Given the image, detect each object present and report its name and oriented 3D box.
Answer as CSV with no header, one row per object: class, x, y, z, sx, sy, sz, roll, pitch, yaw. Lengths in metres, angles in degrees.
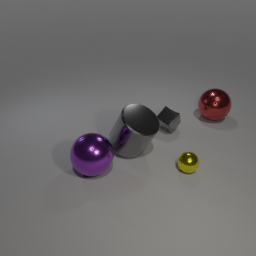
ball,1.990,1.124,9.188,0.700,0.700,0.700,0,30,0
ball,3.773,-1.020,12.213,1.400,1.400,1.400,0,30,0
ball,-1.155,0.848,9.014,1.400,1.400,1.400,0,30,0
cube,1.646,-0.327,11.379,0.700,0.700,0.700,32,72,29
cylinder,0.193,0.110,9.772,1.400,1.400,1.400,14,48,-16
